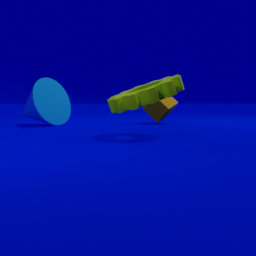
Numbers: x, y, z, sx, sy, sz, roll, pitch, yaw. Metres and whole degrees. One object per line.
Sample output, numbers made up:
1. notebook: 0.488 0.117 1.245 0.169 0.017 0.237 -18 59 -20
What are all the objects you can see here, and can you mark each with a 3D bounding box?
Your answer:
1. gear: 0.384 -0.756 6.195 1.664 0.308 1.664 -19 11 4
2. cone: -3.171 -0.678 9.727 1.660 1.654 1.654 -17 -4 30
3. cube: 1.175 -0.807 10.160 0.775 0.775 0.775 45 41 11
